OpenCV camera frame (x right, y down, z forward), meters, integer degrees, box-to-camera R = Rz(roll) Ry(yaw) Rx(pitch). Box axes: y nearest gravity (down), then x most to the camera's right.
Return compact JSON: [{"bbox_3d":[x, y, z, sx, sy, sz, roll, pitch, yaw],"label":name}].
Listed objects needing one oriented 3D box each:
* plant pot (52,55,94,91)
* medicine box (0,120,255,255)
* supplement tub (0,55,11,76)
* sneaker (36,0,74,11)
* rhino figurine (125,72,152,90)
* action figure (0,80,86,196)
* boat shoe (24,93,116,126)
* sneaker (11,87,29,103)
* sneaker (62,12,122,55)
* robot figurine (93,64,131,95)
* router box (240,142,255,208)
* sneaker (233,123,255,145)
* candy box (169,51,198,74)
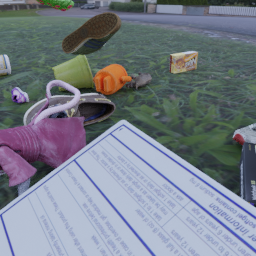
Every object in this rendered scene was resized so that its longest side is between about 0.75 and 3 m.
[{"bbox_3d":[-2.264,-2.155,11.383,1.379,1.500,1.500,-19,30,-12],"label":"plant pot"},{"bbox_3d":[-0.184,1.525,2.848,2.644,1.361,2.408,-38,39,-14],"label":"medicine box"},{"bbox_3d":[-6.307,-2.927,13.225,1.308,0.946,0.946,-13,29,-26],"label":"supplement tub"},{"bbox_3d":[-2.376,-4.222,8.754,1.848,0.774,0.709,30,6,28],"label":"sneaker"},{"bbox_3d":[0.428,-1.967,11.836,0.722,0.494,1.652,15,32,27],"label":"rhino figurine"},{"bbox_3d":[-2.005,0.336,5.568,1.989,2.211,2.970,24,21,29],"label":"action figure"},{"bbox_3d":[-1.611,-0.440,8.257,2.782,0.999,0.828,-17,27,-41],"label":"boat shoe"},{"bbox_3d":[-4.119,-1.182,10.374,0.472,0.429,1.068,-31,40,-34],"label":"sneaker"},{"bbox_3d":[-1.012,-2.931,8.950,2.183,0.732,0.980,-19,-6,27],"label":"sneaker"},{"bbox_3d":[-0.649,-1.963,11.242,1.287,1.044,1.790,-33,9,33],"label":"robot figurine"},{"bbox_3d":[3.144,1.147,5.456,1.760,0.585,2.239,9,28,17],"label":"router box"},{"bbox_3d":[3.790,-0.087,7.464,2.484,1.020,0.967,-15,30,-26],"label":"sneaker"},{"bbox_3d":[2.801,-3.311,14.064,1.535,0.886,0.424,-17,31,-30],"label":"candy box"}]
